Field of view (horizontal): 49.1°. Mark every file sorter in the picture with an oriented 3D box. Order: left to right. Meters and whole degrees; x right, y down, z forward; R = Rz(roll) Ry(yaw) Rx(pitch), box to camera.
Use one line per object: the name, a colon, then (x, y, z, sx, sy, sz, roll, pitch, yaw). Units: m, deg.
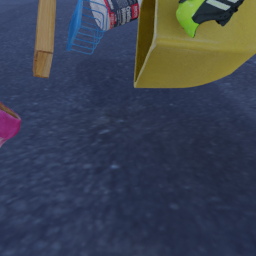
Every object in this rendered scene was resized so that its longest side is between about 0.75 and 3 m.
file sorter: (-1.360, -3.262, 9.193, 0.950, 1.548, 1.074, 9, 72, -22)

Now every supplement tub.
supplement tub: (-0.256, -4.381, 9.898, 1.909, 1.340, 1.340, -24, 37, -11)

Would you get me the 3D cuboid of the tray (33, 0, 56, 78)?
tray: (-2.611, -3.194, 8.800, 0.533, 1.421, 2.881, 6, 67, -20)

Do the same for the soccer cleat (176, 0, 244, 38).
soccer cleat: (1.968, -2.549, 5.452, 2.078, 0.842, 0.701, -26, 22, 18)

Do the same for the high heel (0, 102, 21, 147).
high heel: (-2.283, -0.535, 4.624, 0.565, 0.805, 1.678, 3, 55, -55)

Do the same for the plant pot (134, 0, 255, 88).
plant pot: (1.883, -2.737, 7.751, 2.925, 2.840, 2.859, 6, -13, -6)
